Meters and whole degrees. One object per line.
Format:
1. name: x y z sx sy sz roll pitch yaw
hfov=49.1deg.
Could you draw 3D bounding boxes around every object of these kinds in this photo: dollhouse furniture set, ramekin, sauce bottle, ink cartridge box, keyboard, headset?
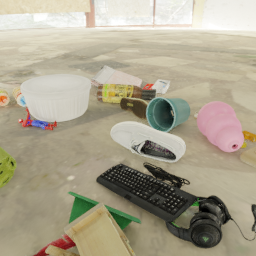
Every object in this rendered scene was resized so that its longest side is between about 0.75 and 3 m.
1. dollhouse furniture set: -0.586 2.901 4.180 2.213 1.391 2.502 -33 34 -10
2. ramekin: -3.110 -1.351 12.412 2.984 1.390 2.984 1 25 0
3. sauce bottle: -0.052 -1.669 13.626 2.864 0.927 0.927 2 25 7
4. ink cartridge box: 1.557 -2.366 15.724 1.356 0.344 1.539 8 27 15
5. keyboard: 0.454 1.350 7.306 1.442 0.549 2.771 -26 30 -38
6. headset: 1.778 1.891 6.070 2.066 0.971 1.276 3 24 34

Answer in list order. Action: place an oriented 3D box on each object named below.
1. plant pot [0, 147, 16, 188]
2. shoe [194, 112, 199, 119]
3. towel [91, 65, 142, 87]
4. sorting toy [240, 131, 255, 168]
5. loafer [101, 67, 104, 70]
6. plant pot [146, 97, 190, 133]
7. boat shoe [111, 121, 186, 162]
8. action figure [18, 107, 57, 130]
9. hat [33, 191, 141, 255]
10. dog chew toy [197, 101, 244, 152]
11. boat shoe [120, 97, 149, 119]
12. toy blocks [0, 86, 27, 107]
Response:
1. plant pot: -3.989 0.927 7.755 1.511 1.591 1.591 23 32 18
2. shoe: 3.311 -0.489 11.916 0.977 0.261 0.342 9 27 18
3. towel: -0.552 -2.567 15.353 2.430 0.410 2.544 21 32 3
4. sorting toy: 4.726 0.753 9.136 2.178 0.391 2.923 -18 31 -33
5. loafer: -1.348 -3.024 16.766 0.786 0.760 2.238 17 27 -15
6. plant pot: 1.682 -0.611 11.071 1.385 1.385 1.357 23 26 39
7. boat shoe: 0.516 0.527 9.189 2.636 0.949 0.903 20 30 18
8. action figure: -3.695 -0.384 11.163 1.593 0.789 0.520 4 25 14
9. hat: -0.916 2.381 5.776 1.952 1.617 1.718 22 71 2
10. dog chew toy: 3.266 0.010 9.740 1.389 1.389 2.230 -2 33 -5
11. boat shoe: 0.571 -0.962 12.438 0.825 0.776 2.166 -4 23 -37
12. toy blocks: -5.454 -1.361 13.282 1.543 0.672 1.851 -13 28 -27
